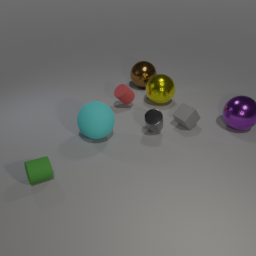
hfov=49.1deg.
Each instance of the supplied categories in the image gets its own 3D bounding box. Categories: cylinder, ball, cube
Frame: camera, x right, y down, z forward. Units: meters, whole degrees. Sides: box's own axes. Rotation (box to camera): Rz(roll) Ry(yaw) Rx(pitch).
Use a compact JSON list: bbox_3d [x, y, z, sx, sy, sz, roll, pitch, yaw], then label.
[{"bbox_3d":[-0.159,-1.531,12.706,0.700,0.700,0.700,-21,52,30],"label":"cylinder"},{"bbox_3d":[-1.196,-0.294,10.474,1.400,1.400,1.400,0,31,0],"label":"ball"},{"bbox_3d":[2.377,-0.466,11.360,0.700,0.700,0.700,-49,45,-5],"label":"cube"},{"bbox_3d":[4.512,-0.596,11.186,1.400,1.400,1.400,0,31,0],"label":"ball"},{"bbox_3d":[1.528,-1.833,13.185,1.400,1.400,1.400,0,31,0],"label":"ball"},{"bbox_3d":[0.817,-2.825,14.779,1.400,1.400,1.400,0,31,0],"label":"ball"},{"bbox_3d":[-2.771,1.297,8.683,0.700,0.700,0.700,-14,34,-25],"label":"cylinder"},{"bbox_3d":[1.004,-0.271,10.803,0.700,0.700,0.700,-4,63,7],"label":"cylinder"}]
